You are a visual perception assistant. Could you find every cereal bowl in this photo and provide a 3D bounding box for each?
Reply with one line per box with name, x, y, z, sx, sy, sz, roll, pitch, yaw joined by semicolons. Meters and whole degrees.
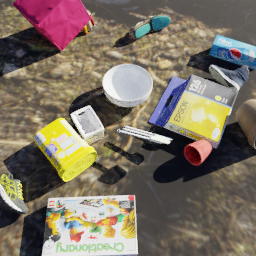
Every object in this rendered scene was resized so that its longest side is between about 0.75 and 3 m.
cereal bowl;-0.017;-1.580;11.128;1.944;0.810;1.944;0;59;0

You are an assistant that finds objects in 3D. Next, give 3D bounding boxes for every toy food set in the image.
toy food set;-1.985;-5.134;13.630;0.634;0.598;1.329;-18;41;5

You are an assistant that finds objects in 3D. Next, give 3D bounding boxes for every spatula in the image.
spatula;0.613;0.223;9.877;1.876;1.304;0.151;16;103;14

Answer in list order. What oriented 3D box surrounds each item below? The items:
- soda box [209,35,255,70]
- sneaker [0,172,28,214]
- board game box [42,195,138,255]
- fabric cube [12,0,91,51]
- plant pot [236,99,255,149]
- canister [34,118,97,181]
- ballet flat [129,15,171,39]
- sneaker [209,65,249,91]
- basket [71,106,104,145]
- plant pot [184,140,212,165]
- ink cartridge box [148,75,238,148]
soda box;4.740;-3.332;12.315;2.072;0.665;0.703;23;61;14
sneaker;-3.677;2.032;8.970;1.680;0.626;0.711;39;65;21
board game box;-1.106;2.969;8.461;2.720;0.471;1.717;-2;59;-1
fabric cube;-3.269;-5.094;12.256;2.027;2.067;2.060;43;89;22
plant pot;4.696;-0.264;9.988;1.639;1.639;1.422;-19;44;-12
canister;-2.197;0.684;9.709;1.418;0.826;1.909;-36;63;-20
ballet flat;0.970;-4.929;13.357;2.151;0.730;0.810;-28;45;-14
sneaker;4.247;-2.327;11.662;1.559;0.593;1.126;43;78;13
basket;-1.460;-0.063;10.220;0.807;0.735;1.191;-26;61;-15
plant pot;2.467;0.798;9.707;0.700;0.791;0.791;-27;61;-28
ink cartridge box;2.554;-0.847;10.809;2.686;0.631;2.654;24;61;12
